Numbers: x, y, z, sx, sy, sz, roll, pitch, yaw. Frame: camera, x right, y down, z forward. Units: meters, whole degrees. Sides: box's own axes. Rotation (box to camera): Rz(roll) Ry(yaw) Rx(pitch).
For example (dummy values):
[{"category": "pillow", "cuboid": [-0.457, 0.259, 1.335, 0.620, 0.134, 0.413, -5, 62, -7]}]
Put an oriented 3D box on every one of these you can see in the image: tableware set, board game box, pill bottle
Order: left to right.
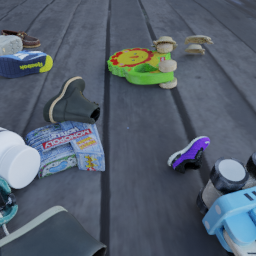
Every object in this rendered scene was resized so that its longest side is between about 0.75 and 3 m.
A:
[{"category": "pill bottle", "cuboid": [-3.080, 0.543, 6.220, 2.172, 1.206, 1.206, 18, 40, 22]}, {"category": "board game box", "cuboid": [-1.404, 0.437, 6.881, 1.876, 0.579, 1.875, -18, 39, -23]}, {"category": "tableware set", "cuboid": [2.132, -3.368, 11.406, 2.549, 0.296, 2.129, 4, 3, 12]}]

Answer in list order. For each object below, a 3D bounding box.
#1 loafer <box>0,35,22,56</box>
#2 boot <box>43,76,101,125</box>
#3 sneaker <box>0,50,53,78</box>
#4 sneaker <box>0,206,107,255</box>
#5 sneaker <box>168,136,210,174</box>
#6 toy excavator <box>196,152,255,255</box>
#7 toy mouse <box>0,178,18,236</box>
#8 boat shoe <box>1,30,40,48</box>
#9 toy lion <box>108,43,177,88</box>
[{"category": "loafer", "cuboid": [-5.650, -3.248, 11.577, 0.962, 0.964, 2.757, 17, 32, 22]}, {"category": "boot", "cuboid": [-1.184, -0.695, 7.484, 1.340, 0.750, 1.937, 8, 42, 14]}, {"category": "sneaker", "cuboid": [-4.068, -2.475, 10.648, 2.215, 0.819, 0.911, -11, 38, -28]}, {"category": "sneaker", "cuboid": [-1.458, 2.236, 4.221, 1.250, 0.880, 2.354, 24, 41, 29]}, {"category": "sneaker", "cuboid": [1.585, 0.691, 6.638, 1.208, 0.420, 0.601, -33, 46, -16]}, {"category": "toy excavator", "cuboid": [2.011, 1.834, 4.633, 2.483, 1.275, 2.554, -11, 49, -17]}, {"category": "toy mouse", "cuboid": [-2.877, 1.737, 4.876, 2.538, 0.553, 2.856, 26, 43, -16]}, {"category": "boat shoe", "cuboid": [-5.017, -4.163, 13.000, 1.901, 0.668, 0.669, 8, 36, 9]}, {"category": "toy lion", "cuboid": [0.474, -2.401, 10.613, 2.538, 0.909, 2.648, -4, 37, 6]}]
